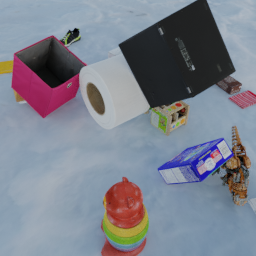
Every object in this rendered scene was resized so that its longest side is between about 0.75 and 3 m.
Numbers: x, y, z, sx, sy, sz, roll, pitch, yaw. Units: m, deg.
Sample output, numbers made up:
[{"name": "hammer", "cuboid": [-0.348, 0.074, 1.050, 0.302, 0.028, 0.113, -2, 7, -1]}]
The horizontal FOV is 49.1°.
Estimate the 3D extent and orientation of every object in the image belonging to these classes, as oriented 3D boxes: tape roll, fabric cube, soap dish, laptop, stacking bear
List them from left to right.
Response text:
[{"name": "soap dish", "cuboid": [-4.664, -1.941, 13.010, 1.326, 0.684, 1.685, -17, 46, -18]}, {"name": "fabric cube", "cuboid": [-3.304, -2.098, 11.634, 2.107, 2.100, 2.067, 43, 51, 4]}, {"name": "tape roll", "cuboid": [-0.540, -1.437, 11.029, 1.769, 2.576, 2.576, -27, 48, -27]}, {"name": "stacking bear", "cuboid": [-0.099, 2.243, 7.101, 1.297, 2.281, 1.385, -3, 41, -4]}, {"name": "laptop", "cuboid": [1.599, -2.361, 9.390, 2.768, 2.591, 1.604, -31, 16, -6]}]

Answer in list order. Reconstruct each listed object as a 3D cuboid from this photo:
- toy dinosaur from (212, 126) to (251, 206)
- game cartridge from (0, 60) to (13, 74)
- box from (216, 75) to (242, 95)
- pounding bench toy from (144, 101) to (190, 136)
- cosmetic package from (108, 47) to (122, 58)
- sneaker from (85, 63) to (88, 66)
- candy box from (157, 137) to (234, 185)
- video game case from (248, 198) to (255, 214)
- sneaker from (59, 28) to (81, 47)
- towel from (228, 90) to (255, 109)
[{"name": "toy dinosaur", "cuboid": [3.430, 1.175, 8.776, 1.175, 1.562, 2.301, 21, 86, -1]}, {"name": "game cartridge", "cuboid": [-6.510, -3.219, 14.845, 1.238, 0.201, 1.091, -11, 43, -9]}, {"name": "box", "cuboid": [4.738, -2.170, 13.441, 0.648, 0.485, 1.293, -19, 43, -20]}, {"name": "pounding bench toy", "cuboid": [1.534, -0.701, 11.392, 1.245, 0.991, 1.596, -29, 49, -28]}, {"name": "cosmetic package", "cuboid": [1.050, -2.878, 13.277, 2.853, 1.754, 2.844, 33, 52, 30]}, {"name": "sneaker", "cuboid": [-2.530, -3.264, 14.726, 1.489, 0.549, 0.646, 38, 44, 26]}, {"name": "candy box", "cuboid": [2.059, 1.086, 8.795, 1.557, 1.842, 0.709, -30, 91, -27]}, {"name": "video game case", "cuboid": [4.588, 2.572, 8.329, 1.460, 0.173, 1.329, -8, 42, -9]}, {"name": "sneaker", "cuboid": [-3.639, -5.532, 16.944, 0.708, 0.818, 1.975, 23, 47, 24]}, {"name": "towel", "cuboid": [5.346, -1.321, 12.733, 1.262, 0.142, 0.913, -20, 45, -21]}]
